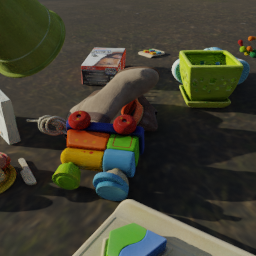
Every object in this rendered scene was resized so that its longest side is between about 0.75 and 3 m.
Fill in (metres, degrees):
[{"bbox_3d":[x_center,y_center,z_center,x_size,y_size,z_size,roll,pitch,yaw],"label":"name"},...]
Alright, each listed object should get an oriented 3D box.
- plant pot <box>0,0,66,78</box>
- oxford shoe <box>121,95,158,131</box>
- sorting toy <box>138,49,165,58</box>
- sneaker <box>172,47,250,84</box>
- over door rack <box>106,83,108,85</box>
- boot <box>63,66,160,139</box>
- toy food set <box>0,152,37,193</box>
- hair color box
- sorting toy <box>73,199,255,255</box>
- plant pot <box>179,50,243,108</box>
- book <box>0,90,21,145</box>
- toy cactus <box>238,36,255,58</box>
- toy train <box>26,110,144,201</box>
[{"bbox_3d":[-2.472,-2.227,5.555,1.856,1.763,1.856,-5,70,13],"label":"plant pot"},{"bbox_3d":[0.342,-0.487,7.937,0.818,0.802,2.254,26,23,-14],"label":"oxford shoe"},{"bbox_3d":[1.149,-3.659,13.568,0.987,0.180,0.914,-25,39,-34],"label":"sorting toy"},{"bbox_3d":[2.752,-2.331,10.453,2.934,1.167,1.916,1,32,-17],"label":"sneaker"},{"bbox_3d":[-0.360,-1.317,9.481,1.097,0.365,0.811,7,31,12],"label":"over door rack"},{"bbox_3d":[-0.471,-0.507,6.904,2.471,0.868,1.807,-19,31,34],"label":"boot"},{"bbox_3d":[-2.920,0.855,5.589,1.880,0.614,1.106,-14,34,-22],"label":"toy food set"},{"bbox_3d":[-0.887,-2.477,11.010,1.367,0.788,2.465,3,32,4],"label":"hair color box"},{"bbox_3d":[0.249,2.182,3.483,2.559,0.504,2.765,18,36,27],"label":"sorting toy"},{"bbox_3d":[2.441,-1.505,8.738,1.581,1.442,1.589,0,31,-1],"label":"plant pot"},{"bbox_3d":[-3.350,-0.469,7.262,0.422,1.173,1.756,-21,37,-32],"label":"book"},{"bbox_3d":[3.692,-2.057,7.530,1.295,1.069,0.662,-8,5,11],"label":"toy cactus"},{"bbox_3d":[-1.135,0.547,5.784,2.773,1.174,1.605,6,45,10],"label":"toy train"}]
